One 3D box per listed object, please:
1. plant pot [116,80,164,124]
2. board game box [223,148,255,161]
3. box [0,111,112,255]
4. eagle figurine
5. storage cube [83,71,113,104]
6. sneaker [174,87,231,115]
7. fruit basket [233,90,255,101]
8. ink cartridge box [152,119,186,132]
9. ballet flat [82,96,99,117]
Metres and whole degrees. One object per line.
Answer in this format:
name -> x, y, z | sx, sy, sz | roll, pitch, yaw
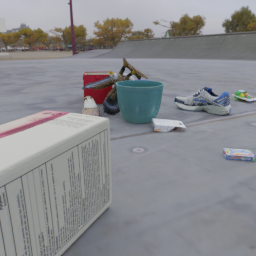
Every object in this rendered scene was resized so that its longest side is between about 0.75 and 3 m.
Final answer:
plant pot -> 0.459, -1.025, 11.056 | 1.853, 1.487, 1.853 | 0, 17, 0
board game box -> 3.054, 0.733, 7.730 | 0.757, 0.130, 0.512 | 3, 18, 10
box -> -1.581, 0.942, 4.294 | 1.533, 1.799, 2.814 | 9, 19, 25
eagle figurine -> -0.611, -1.913, 12.269 | 1.772, 2.348, 1.782 | 42, 2, -32
storage cube -> -1.490, -2.098, 14.453 | 1.667, 1.498, 1.425 | 0, 17, -3
sneaker -> 3.370, -1.348, 12.701 | 2.624, 1.118, 1.011 | 10, 20, 31
fruit basket -> 6.234, -1.678, 14.807 | 0.982, 0.497, 1.061 | -12, 24, -34
ink cartridge box -> 1.464, -0.079, 10.224 | 1.119, 0.281, 0.908 | 7, 16, -4
ballet flat -> -1.689, -0.963, 12.135 | 0.729, 0.720, 2.141 | -6, 19, -14
